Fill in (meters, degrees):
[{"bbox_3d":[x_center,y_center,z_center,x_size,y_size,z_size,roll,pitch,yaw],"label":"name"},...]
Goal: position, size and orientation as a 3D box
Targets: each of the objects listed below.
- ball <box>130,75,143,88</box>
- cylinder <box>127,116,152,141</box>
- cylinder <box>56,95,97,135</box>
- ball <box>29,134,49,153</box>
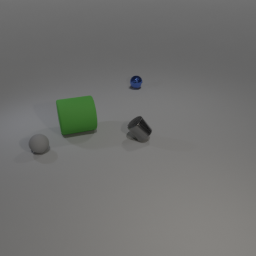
[{"bbox_3d":[0.455,-2.554,15.520,0.700,0.700,0.700,0,29,0],"label":"ball"},{"bbox_3d":[0.446,0.024,10.683,0.700,0.700,0.700,-34,22,16],"label":"cylinder"},{"bbox_3d":[-2.050,-0.516,11.165,1.400,1.400,1.400,-10,30,-15],"label":"cylinder"},{"bbox_3d":[-3.178,0.556,9.997,0.700,0.700,0.700,0,29,0],"label":"ball"}]
